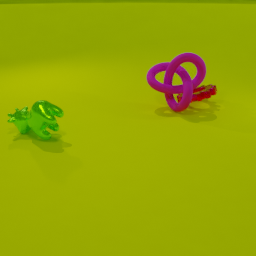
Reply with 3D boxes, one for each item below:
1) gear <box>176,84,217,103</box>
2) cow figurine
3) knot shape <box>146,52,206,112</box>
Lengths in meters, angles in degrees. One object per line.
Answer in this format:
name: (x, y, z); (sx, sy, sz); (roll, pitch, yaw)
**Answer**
gear: (2.515, -1.254, 10.285); (1.425, 0.264, 1.425); (-16, 15, 5)
cow figurine: (-2.639, -0.324, 7.885); (1.474, 1.498, 0.822); (34, 45, 2)
knot shape: (1.525, -1.660, 9.537); (1.851, 1.978, 0.914); (25, 10, 22)
